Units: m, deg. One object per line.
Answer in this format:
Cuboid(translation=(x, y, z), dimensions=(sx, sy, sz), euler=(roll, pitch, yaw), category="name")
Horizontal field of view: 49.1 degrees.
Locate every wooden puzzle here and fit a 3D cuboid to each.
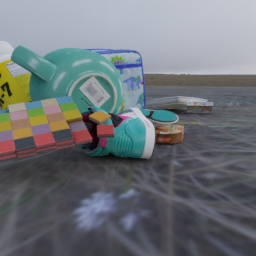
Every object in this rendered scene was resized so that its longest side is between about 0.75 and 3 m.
Cuboid(translation=(-1.366, -0.068, 4.368), dimensions=(2.236, 0.157, 1.326), euler=(-12, 36, -21), category="wooden puzzle")

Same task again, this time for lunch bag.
Cuboid(translation=(-0.900, -1.392, 8.983), dimensions=(2.861, 2.300, 1.180), euler=(-6, 14, -18), category="lunch bag")

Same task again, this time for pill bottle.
Cuboid(translation=(-3.183, -1.198, 7.872), dimensions=(1.301, 2.277, 1.301), euler=(-36, -5, -3), category="pill bottle")

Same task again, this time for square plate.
Cuboid(translation=(2.040, -1.056, 12.086), dimensions=(2.017, 0.287, 1.998), euler=(1, -4, -41), category="square plate")

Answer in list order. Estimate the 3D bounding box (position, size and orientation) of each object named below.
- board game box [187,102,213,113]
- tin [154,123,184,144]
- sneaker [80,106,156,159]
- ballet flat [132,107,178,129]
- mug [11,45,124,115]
Cuboid(translation=(2.877, -0.830, 11.228), dimensions=(0.973, 0.167, 0.654), euler=(1, -21, 11), category="board game box")
Cuboid(translation=(0.939, 0.112, 6.749), dimensions=(0.820, 0.307, 1.464), euler=(-4, 9, 14), category="tin")
Cuboid(translation=(-0.396, 0.020, 5.642), dimensions=(1.359, 0.941, 2.250), euler=(7, 10, -14), category="sneaker")
Cuboid(translation=(0.595, -0.211, 6.828), dimensions=(1.346, 0.468, 0.468), euler=(10, 14, 26), category="ballet flat")
Cuboid(translation=(-1.340, -0.823, 6.681), dimensions=(2.534, 2.082, 1.567), euler=(-7, 21, -31), category="mug")
